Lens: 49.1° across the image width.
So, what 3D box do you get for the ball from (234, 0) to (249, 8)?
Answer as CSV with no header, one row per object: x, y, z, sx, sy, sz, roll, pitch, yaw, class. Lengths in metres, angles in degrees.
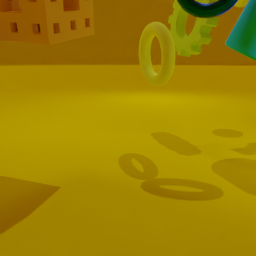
3.717,-4.396,9.097,0.889,0.889,0.889,0,14,0,ball

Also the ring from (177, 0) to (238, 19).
1.583,-2.870,5.483,1.372,1.372,0.274,4,11,15,ring

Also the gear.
1.794,-3.058,7.987,0.358,1.937,1.937,1,13,-24,gear

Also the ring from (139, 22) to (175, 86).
0.613,-1.622,6.227,0.278,1.390,1.390,-10,17,-21,ring

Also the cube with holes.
-1.518,-2.239,4.725,1.339,1.339,1.339,11,28,22,cube with holes

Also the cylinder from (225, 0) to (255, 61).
2.887,-2.053,5.837,1.221,1.221,1.221,20,25,-10,cylinder
